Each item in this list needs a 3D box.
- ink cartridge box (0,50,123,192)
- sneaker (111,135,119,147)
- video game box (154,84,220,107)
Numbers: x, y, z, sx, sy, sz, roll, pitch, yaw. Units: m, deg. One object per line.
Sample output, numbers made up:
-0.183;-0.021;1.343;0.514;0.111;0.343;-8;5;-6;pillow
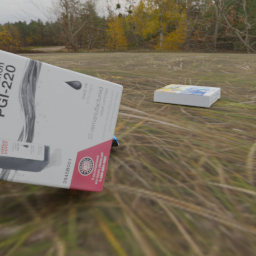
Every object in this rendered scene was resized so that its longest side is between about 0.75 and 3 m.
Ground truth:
-1.390;-0.085;4.029;2.280;1.660;0.967;12;-4;-20;ink cartridge box
-0.513;0.154;6.219;0.412;0.473;1.052;-4;11;-24;sneaker
2.340;-1.295;10.863;2.098;0.491;1.911;9;18;26;video game box
